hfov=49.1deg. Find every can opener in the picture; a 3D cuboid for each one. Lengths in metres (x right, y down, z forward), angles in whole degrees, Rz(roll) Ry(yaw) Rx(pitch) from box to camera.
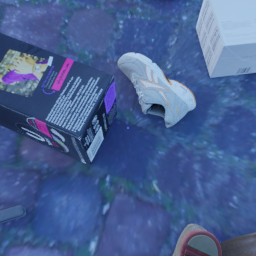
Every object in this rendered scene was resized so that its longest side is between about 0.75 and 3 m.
[{"bbox_3d":[-2.911,1.886,5.997,1.361,0.358,0.452,-12,66,-5],"label":"can opener"}]

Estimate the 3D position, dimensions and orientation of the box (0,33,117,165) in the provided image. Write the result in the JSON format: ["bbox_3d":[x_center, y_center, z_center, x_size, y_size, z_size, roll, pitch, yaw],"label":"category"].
[{"bbox_3d":[-1.898,-0.614,6.312,2.951,1.804,1.565,23,68,10],"label":"box"}]

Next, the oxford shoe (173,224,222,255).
[{"bbox_3d":[1.123,3.110,5.193,0.926,0.983,2.630,16,87,3],"label":"oxford shoe"}]

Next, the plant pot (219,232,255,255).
[{"bbox_3d":[2.366,2.598,5.271,1.457,1.362,1.362,-5,65,12],"label":"plant pot"}]

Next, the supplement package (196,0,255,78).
[{"bbox_3d":[2.961,-2.541,7.416,1.770,1.361,1.851,-6,66,-3],"label":"supplement package"}]

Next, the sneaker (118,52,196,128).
[{"bbox_3d":[0.501,-0.967,7.026,2.335,0.884,1.074,39,76,17],"label":"sneaker"}]
